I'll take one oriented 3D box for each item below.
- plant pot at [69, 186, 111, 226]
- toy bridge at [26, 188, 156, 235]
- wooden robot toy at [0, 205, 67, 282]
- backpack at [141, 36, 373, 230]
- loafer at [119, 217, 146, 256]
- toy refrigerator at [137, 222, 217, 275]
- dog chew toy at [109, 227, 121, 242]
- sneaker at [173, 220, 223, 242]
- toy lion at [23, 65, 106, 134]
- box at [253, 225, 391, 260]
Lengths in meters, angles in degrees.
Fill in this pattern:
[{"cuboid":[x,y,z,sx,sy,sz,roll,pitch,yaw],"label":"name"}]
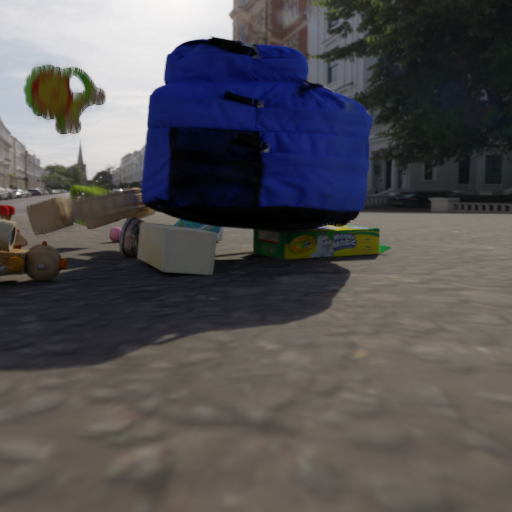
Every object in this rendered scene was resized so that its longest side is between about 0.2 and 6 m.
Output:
[{"cuboid":[-3.770,-1.177,13.034,0.842,0.846,0.768,16,18,27],"label":"plant pot"},{"cuboid":[-2.718,-0.925,10.720,1.286,0.521,3.825,-15,3,14],"label":"toy bridge"},{"cuboid":[-2.914,-0.072,7.028,1.054,1.023,2.322,10,4,-13],"label":"wooden robot toy"},{"cuboid":[0.122,-1.966,9.776,3.778,3.170,3.070,6,11,-3],"label":"backpack"},{"cuboid":[-2.122,-0.350,10.891,0.644,0.737,2.049,7,3,0],"label":"loafer"},{"cuboid":[-1.257,-0.112,8.528,0.734,0.676,1.932,5,4,-23],"label":"toy refrigerator"},{"cuboid":[-3.400,-0.519,14.234,0.630,0.392,0.392,7,3,-17],"label":"dog chew toy"},{"cuboid":[-1.716,-0.741,14.327,1.929,0.768,0.748,1,5,19],"label":"sneaker"},{"cuboid":[-2.650,-2.214,7.646,0.337,0.983,0.942,9,-34,36],"label":"toy lion"},{"cuboid":[1.298,-0.295,10.927,2.391,0.578,1.403,-1,6,-26],"label":"box"}]
